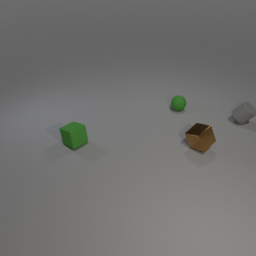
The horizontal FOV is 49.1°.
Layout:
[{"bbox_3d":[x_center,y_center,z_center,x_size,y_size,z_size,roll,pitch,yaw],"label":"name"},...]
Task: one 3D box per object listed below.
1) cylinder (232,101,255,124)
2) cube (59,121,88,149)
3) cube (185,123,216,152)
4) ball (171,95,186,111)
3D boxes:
[{"bbox_3d":[4.852,-0.631,11.685,0.700,0.700,0.700,22,45,-23],"label":"cylinder"},{"bbox_3d":[-2.004,0.254,10.404,0.700,0.700,0.700,17,35,41],"label":"cube"},{"bbox_3d":[2.616,0.329,10.105,0.700,0.700,0.700,-38,28,-22],"label":"cube"},{"bbox_3d":[2.308,-1.140,12.762,0.700,0.700,0.700,0,32,0],"label":"ball"}]
